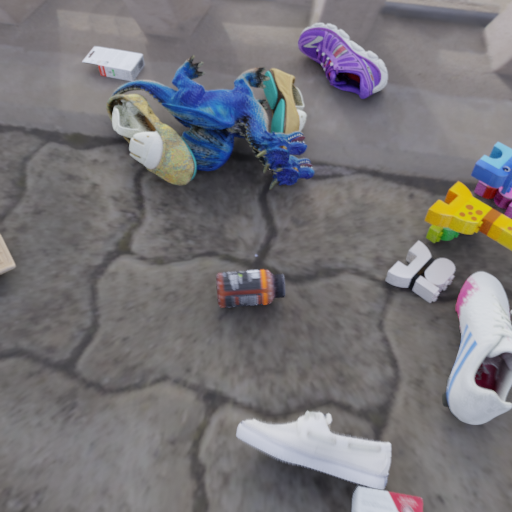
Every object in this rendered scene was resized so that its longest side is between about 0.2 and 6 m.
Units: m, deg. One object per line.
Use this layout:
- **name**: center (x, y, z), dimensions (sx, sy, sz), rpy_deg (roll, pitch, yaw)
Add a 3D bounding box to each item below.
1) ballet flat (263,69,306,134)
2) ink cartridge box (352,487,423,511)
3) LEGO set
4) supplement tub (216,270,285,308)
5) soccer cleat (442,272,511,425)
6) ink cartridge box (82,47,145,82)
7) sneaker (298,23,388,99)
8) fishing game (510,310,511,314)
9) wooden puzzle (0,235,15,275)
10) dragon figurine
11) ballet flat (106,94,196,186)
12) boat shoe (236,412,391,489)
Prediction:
- **ballet flat**: center (0.693, -3.122, 11.943), dimensions (0.800, 0.871, 2.538), rpy_deg (6, 53, -17)
- **ink cartridge box**: center (1.634, 3.647, 7.058), dimensions (0.858, 0.487, 1.177), rpy_deg (8, 54, 6)
- **LEGO set**: center (4.050, -0.606, 9.685), dimensions (1.512, 1.406, 3.685), rpy_deg (38, 63, 25)
- **supplement tub**: center (-0.089, 0.539, 9.304), dimensions (1.116, 0.597, 0.597), rpy_deg (-3, 53, -2)
- **soccer cleat**: center (3.546, 1.256, 8.350), dimensions (0.915, 1.131, 2.621), rpy_deg (27, 58, -8)
- **ink cartridge box**: center (-3.386, -4.569, 13.311), dimensions (1.281, 0.323, 0.698), rpy_deg (13, 54, 11)
- **sneaker**: center (1.838, -4.463, 12.857), dimensions (1.029, 0.994, 2.466), rpy_deg (-40, 63, -19)
- **fishing game**: center (5.993, 1.039, 8.007), dimensions (4.151, 0.645, 2.972), rpy_deg (29, 76, 10)
- **wooden puzzle**: center (-5.132, 0.094, 9.822), dimensions (1.476, 0.369, 1.593), rpy_deg (-27, 53, -19)
- **dragon figurine**: center (-1.059, -2.689, 11.180), dimensions (4.730, 1.392, 2.352), rpy_deg (10, 51, 4)
- **ballet flat**: center (-2.226, -2.355, 11.181), dimensions (1.022, 1.022, 2.891), rpy_deg (-25, 53, -18)
- **boat shoe**: center (0.808, 2.490, 7.632), dimensions (2.110, 0.748, 0.737), rpy_deg (16, 77, 7)
